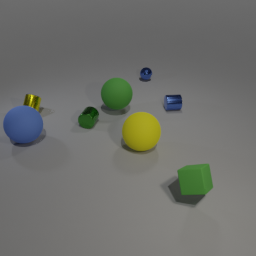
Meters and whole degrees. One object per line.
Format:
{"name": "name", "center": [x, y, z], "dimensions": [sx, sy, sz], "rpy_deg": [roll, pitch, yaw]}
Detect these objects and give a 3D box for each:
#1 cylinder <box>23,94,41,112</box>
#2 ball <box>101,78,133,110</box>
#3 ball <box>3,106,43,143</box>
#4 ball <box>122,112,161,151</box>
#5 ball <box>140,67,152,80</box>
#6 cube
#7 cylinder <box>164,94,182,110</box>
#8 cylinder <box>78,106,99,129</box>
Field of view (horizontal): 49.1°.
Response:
{"name": "cylinder", "center": [-4.266, -1.064, 12.421], "dimensions": [0.700, 0.700, 0.700], "rpy_deg": [10, -11, 2]}
{"name": "ball", "center": [-0.493, -1.508, 12.331], "dimensions": [1.400, 1.400, 1.400], "rpy_deg": [0, 32, 0]}
{"name": "ball", "center": [-3.888, -0.133, 10.431], "dimensions": [1.400, 1.400, 1.400], "rpy_deg": [0, 32, 0]}
{"name": "ball", "center": [0.482, 0.124, 10.063], "dimensions": [1.400, 1.400, 1.400], "rpy_deg": [0, 32, 0]}
{"name": "ball", "center": [1.022, -3.065, 15.781], "dimensions": [0.700, 0.700, 0.700], "rpy_deg": [0, 32, 0]}
{"name": "cube", "center": [1.856, 1.405, 7.702], "dimensions": [0.700, 0.700, 0.700], "rpy_deg": [-10, -1, 33]}
{"name": "cylinder", "center": [2.064, -1.178, 12.861], "dimensions": [0.700, 0.700, 0.700], "rpy_deg": [-3, 32, -5]}
{"name": "cylinder", "center": [-1.637, -0.439, 11.661], "dimensions": [0.700, 0.700, 0.700], "rpy_deg": [7, 33, 11]}
